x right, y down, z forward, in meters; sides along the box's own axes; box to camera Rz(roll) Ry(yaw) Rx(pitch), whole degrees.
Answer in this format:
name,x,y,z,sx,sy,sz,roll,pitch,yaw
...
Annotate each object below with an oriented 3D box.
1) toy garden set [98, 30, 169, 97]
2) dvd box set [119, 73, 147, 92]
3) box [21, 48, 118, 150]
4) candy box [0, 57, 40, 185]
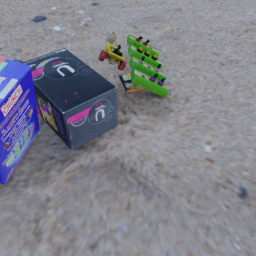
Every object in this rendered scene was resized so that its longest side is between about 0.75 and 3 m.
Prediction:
name,x,y,z,sx,sy,sz,roll,pitch,yaw
toy garden set,0.215,-2.387,8.826,2.277,0.545,2.732,21,38,-23
dvd box set,0.183,-1.395,8.507,0.817,0.120,0.598,-12,70,-34
box,-1.609,-0.873,7.485,1.542,1.337,2.522,-31,52,-27
candy box,-2.618,-0.117,5.844,0.782,2.029,1.716,17,47,2
